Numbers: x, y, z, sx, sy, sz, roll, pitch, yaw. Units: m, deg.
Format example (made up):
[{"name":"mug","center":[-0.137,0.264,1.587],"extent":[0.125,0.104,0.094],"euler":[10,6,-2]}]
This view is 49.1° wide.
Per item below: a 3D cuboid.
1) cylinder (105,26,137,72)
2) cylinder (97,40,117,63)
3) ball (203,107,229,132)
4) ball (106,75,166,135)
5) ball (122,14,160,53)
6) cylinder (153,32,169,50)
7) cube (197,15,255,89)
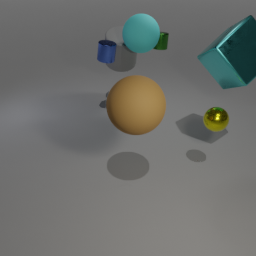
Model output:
[{"name":"cylinder","center":[-0.288,-3.393,12.059],"extent":[1.400,1.400,1.400],"euler":[2,51,-3]},{"name":"cylinder","center":[-0.823,-2.953,10.819],"extent":[0.700,0.700,0.700],"euler":[7,34,-5]},{"name":"ball","center":[2.475,-0.245,7.871],"extent":[0.700,0.700,0.700],"euler":[0,29,0]},{"name":"ball","center":[0.189,-0.530,6.583],"extent":[1.400,1.400,1.400],"euler":[0,29,0]},{"name":"ball","center":[0.486,-3.526,10.482],"extent":[1.400,1.400,1.400],"euler":[0,29,0]},{"name":"cylinder","center":[1.464,-3.951,12.687],"extent":[0.700,0.700,0.700],"euler":[3,27,-1]},{"name":"cube","center":[3.214,-2.157,8.317],"extent":[1.400,1.400,1.400],"euler":[-43,8,-3]}]
